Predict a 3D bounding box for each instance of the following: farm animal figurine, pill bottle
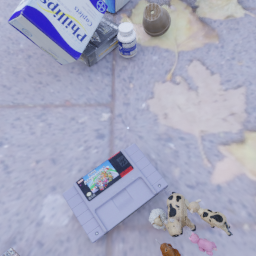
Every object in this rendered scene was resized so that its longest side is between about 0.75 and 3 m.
[{"bbox_3d":[1.021,1.692,5.152,1.393,0.726,1.378,-36,27,10],"label":"farm animal figurine"},{"bbox_3d":[-0.025,-2.495,7.936,0.532,0.888,0.532,-2,58,4],"label":"pill bottle"}]

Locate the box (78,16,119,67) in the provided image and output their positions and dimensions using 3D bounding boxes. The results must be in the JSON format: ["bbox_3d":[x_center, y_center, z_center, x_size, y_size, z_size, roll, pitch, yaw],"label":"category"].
[{"bbox_3d":[-1.322,-2.905,8.578,1.974,0.477,1.563,36,67,21],"label":"box"}]

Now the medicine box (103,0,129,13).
[{"bbox_3d":[-1.126,-5.384,8.987,2.521,2.296,1.297,28,59,16],"label":"medicine box"}]

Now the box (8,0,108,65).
[{"bbox_3d":[-1.712,-2.908,7.154,0.987,1.730,1.881,7,67,49],"label":"box"}]

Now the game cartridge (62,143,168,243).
[{"bbox_3d":[-0.284,1.306,5.953,1.940,0.372,1.258,-35,72,-12],"label":"game cartridge"}]

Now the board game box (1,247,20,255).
[{"bbox_3d":[-2.033,2.677,4.912,0.850,0.678,0.412,43,24,5],"label":"board game box"}]

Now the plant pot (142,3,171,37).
[{"bbox_3d":[0.787,-3.273,8.315,0.886,0.769,0.886,-1,87,17],"label":"plant pot"}]
